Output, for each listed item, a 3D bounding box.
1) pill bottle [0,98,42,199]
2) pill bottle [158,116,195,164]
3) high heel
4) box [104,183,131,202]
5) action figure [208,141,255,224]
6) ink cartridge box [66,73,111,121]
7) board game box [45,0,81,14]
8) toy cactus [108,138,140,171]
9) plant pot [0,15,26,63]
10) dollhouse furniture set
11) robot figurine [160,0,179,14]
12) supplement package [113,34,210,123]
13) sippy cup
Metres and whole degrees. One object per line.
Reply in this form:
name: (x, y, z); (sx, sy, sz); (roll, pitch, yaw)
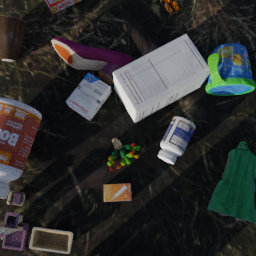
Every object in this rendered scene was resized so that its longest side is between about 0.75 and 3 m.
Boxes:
pill bottle: (-4.048, 0.659, 9.065); (1.663, 1.663, 2.965); (13, 74, 3)
pill bottle: (1.632, 0.435, 9.600); (0.839, 0.839, 1.513); (28, 78, 6)
high heel: (-1.351, -2.775, 10.449); (2.954, 0.996, 1.420); (34, 61, 6)
box: (-0.346, 2.166, 9.407); (0.907, 0.442, 0.564); (-3, 77, -1)
action figure: (3.691, 1.671, 9.383); (1.574, 0.729, 2.665); (17, 71, 5)
ink cartridge box: (-1.396, -1.116, 10.084); (1.011, 0.584, 1.385); (34, 79, 7)
board game box: (-2.380, -5.900, 11.188); (2.423, 0.561, 1.835); (-29, 79, -6)
toy cactus: (-0.251, 0.811, 9.700); (1.273, 0.651, 1.051); (-33, 70, 1)
plant pot: (-4.466, -3.194, 10.307); (1.344, 1.344, 1.438); (0, 92, 0)
dollhouse furniture set: (-2.881, 3.005, 8.587); (2.323, 1.649, 1.841); (7, 77, 2)
robot figurine: (1.660, -4.965, 11.143); (0.613, 0.246, 0.846); (-27, 78, -8)
supplement package: (1.084, -1.658, 9.706); (2.835, 1.553, 1.613); (-28, 79, -6)
sippy cup: (3.493, -2.016, 9.633); (1.616, 2.057, 1.508); (-1, 84, 10)
